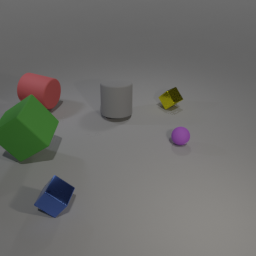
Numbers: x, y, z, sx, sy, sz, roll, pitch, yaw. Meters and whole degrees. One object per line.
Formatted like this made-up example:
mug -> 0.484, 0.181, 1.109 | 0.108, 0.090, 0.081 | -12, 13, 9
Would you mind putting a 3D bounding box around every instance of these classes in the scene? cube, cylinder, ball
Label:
cube -> -2.019, 1.887, 7.741 | 0.700, 0.700, 0.700 | 36, 31, -13
cylinder -> -4.001, -1.679, 12.679 | 1.400, 1.400, 1.400 | 15, 34, 15
cylinder -> -0.503, -1.300, 12.317 | 1.400, 1.400, 1.400 | 0, 22, 0
ball -> 1.988, 0.297, 10.569 | 0.700, 0.700, 0.700 | 0, 32, 0
cube -> -3.468, 0.008, 9.531 | 1.400, 1.400, 1.400 | -27, 31, 22
cube -> 2.001, -1.387, 13.108 | 0.700, 0.700, 0.700 | -27, 86, -37
